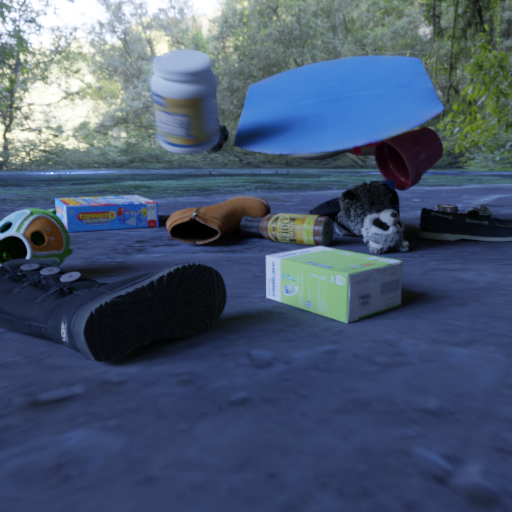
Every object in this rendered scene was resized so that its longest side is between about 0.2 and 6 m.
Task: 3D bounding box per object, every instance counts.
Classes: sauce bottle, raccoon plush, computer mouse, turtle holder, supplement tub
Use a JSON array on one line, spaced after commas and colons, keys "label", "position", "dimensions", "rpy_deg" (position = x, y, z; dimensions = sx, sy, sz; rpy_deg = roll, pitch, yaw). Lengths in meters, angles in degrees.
[{"label": "sauce bottle", "position": [0.673, -0.632, 13.053], "dimensions": [2.219, 0.718, 0.718], "rpy_deg": [4, 12, 30]}, {"label": "raccoon plush", "position": [2.657, -0.538, 12.765], "dimensions": [1.228, 1.700, 2.538], "rpy_deg": [-15, -20, -2]}, {"label": "computer mouse", "position": [1.210, -0.996, 13.838], "dimensions": [2.589, 0.441, 0.759], "rpy_deg": [-12, -20, 3]}, {"label": "turtle holder", "position": [-4.030, -0.176, 9.461], "dimensions": [1.579, 1.200, 1.121], "rpy_deg": [2, 13, 4]}, {"label": "supplement tub", "position": [-1.297, -2.811, 10.283], "dimensions": [1.161, 1.604, 1.161], "rpy_deg": [-1, 40, 1]}]

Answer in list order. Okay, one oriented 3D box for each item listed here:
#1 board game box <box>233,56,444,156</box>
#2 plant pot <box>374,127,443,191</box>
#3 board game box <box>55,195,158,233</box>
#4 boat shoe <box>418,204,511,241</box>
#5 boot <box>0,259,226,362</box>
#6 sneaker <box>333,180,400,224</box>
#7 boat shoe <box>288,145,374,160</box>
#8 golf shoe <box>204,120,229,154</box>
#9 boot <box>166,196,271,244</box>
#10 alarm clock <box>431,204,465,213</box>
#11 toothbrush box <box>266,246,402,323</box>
[{"label": "board game box", "position": [1.729, -2.974, 12.080], "dimensions": [4.001, 0.986, 5.064], "rpy_deg": [-7, 35, 10]}, {"label": "plant pot", "position": [3.752, -2.444, 13.551], "dimensions": [1.237, 1.382, 1.382], "rpy_deg": [-30, 20, -14]}, {"label": "board game box", "position": [-4.303, -1.244, 15.943], "dimensions": [2.433, 0.694, 2.485], "rpy_deg": [-5, 12, -26]}, {"label": "boat shoe", "position": [5.274, -0.820, 13.568], "dimensions": [2.643, 0.817, 0.989], "rpy_deg": [1, 12, 5]}, {"label": "boot", "position": [-2.079, 0.508, 7.222], "dimensions": [2.720, 0.893, 2.242], "rpy_deg": [4, 9, 40]}, {"label": "sneaker", "position": [2.717, -1.016, 14.467], "dimensions": [1.037, 1.152, 2.956], "rpy_deg": [-4, -9, -16]}, {"label": "boat shoe", "position": [1.984, -3.078, 14.037], "dimensions": [2.612, 0.966, 0.965], "rpy_deg": [-6, 45, -6]}, {"label": "golf shoe", "position": [-1.692, -3.680, 14.214], "dimensions": [0.968, 2.508, 1.105], "rpy_deg": [-30, 3, -19]}, {"label": "boot", "position": [-0.858, -0.843, 13.271], "dimensions": [2.553, 0.979, 1.982], "rpy_deg": [-1, 11, -4]}, {"label": "alarm clock", "position": [6.210, -1.463, 17.975], "dimensions": [1.009, 0.336, 0.681], "rpy_deg": [7, 13, 40]}, {"label": "toothbrush box", "position": [1.097, 0.352, 8.095], "dimensions": [1.182, 0.699, 1.623], "rpy_deg": [-10, 16, -39]}]
